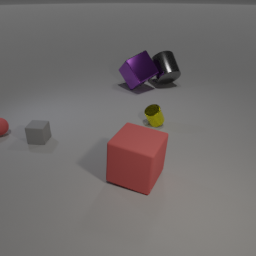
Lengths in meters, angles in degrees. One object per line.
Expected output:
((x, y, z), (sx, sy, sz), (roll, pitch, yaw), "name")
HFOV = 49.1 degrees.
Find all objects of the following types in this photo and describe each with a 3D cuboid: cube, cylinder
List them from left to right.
((-3.418, 0.163, 10.690), (0.700, 0.700, 0.700), (3, 28, 5), "cube")
((0.279, 0.872, 8.427), (1.400, 1.400, 1.400), (15, 32, 19), "cube")
((0.566, -3.145, 15.404), (1.400, 1.400, 1.400), (-33, 3, -21), "cube")
((1.113, -0.521, 11.763), (0.700, 0.700, 0.700), (-14, 46, 15), "cylinder")
((2.139, -3.433, 15.990), (1.400, 1.400, 1.400), (-11, 72, -20), "cylinder")

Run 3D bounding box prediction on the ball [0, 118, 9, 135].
((-5.070, -0.062, 11.022), (0.700, 0.700, 0.700), (0, 27, 0), "ball")
